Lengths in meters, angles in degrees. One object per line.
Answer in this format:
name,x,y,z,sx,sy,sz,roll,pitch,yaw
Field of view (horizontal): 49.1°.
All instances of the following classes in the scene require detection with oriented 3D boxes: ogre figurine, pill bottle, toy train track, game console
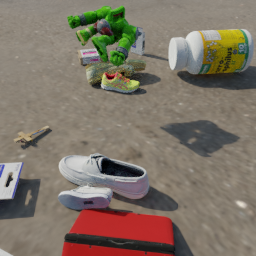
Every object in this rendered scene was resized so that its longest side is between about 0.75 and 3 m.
ogre figurine,-0.566,-2.695,7.831,1.319,1.080,2.200,-38,47,-16
pill bottle,3.157,-2.960,10.970,2.918,1.645,1.645,-4,39,-6
toy train track,-2.803,0.220,8.239,0.628,0.178,1.095,25,39,38
game console,-0.154,2.485,5.393,2.011,1.193,1.733,4,70,6

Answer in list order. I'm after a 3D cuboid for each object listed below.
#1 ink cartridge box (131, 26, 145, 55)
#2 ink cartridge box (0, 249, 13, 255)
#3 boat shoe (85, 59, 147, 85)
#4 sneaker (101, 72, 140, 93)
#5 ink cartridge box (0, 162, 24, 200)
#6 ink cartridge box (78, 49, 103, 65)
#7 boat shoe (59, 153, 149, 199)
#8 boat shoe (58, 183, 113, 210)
ink cartridge box,0.446,-3.927,12.483,0.627,1.261,0.247,26,47,26
ink cartridge box,-2.392,2.826,4.632,1.043,0.605,1.446,17,42,19
boat shoe,-0.410,-2.167,10.819,2.395,0.753,0.874,-9,-1,-18
sneaker,-0.277,-1.700,10.209,1.453,0.656,0.568,4,38,3
ink cartridge box,-3.736,1.387,6.565,2.411,0.447,1.142,-5,39,-2
ink cartridge box,-1.643,-3.115,12.187,0.994,0.373,0.819,-9,39,-13
boat shoe,-0.628,1.006,6.725,2.352,0.806,0.847,18,42,21
boat shoe,-0.932,1.486,6.335,1.270,0.469,0.541,-7,24,20
